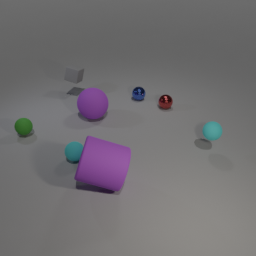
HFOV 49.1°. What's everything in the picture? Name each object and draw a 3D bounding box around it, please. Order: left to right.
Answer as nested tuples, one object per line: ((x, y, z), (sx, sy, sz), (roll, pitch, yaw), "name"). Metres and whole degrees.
((-4.230, -0.065, 11.353), (0.700, 0.700, 0.700), (0, 31, 0), "ball")
((-2.718, -2.737, 14.190), (0.700, 0.700, 0.700), (19, 26, 9), "cube")
((-1.889, 0.825, 9.908), (0.700, 0.700, 0.700), (0, 31, 0), "ball")
((-1.570, -1.094, 12.505), (1.400, 1.400, 1.400), (0, 31, 0), "ball")
((-0.775, 1.085, 8.587), (1.400, 1.400, 1.400), (17, 31, -8), "cylinder")
((0.550, -1.762, 14.296), (0.700, 0.700, 0.700), (0, 31, 0), "ball")
((1.810, -1.266, 13.488), (0.700, 0.700, 0.700), (0, 31, 0), "ball")
((3.071, 0.109, 10.201), (0.700, 0.700, 0.700), (0, 31, 0), "ball")
